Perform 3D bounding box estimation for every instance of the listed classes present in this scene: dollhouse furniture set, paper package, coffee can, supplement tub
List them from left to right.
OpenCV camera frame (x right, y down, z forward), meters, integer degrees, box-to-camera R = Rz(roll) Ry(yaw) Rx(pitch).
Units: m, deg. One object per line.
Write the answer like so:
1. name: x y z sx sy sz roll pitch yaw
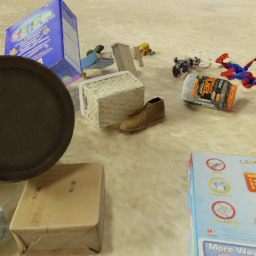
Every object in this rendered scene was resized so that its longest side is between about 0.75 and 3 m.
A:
1. coffee can: -2.662 -0.253 5.664 2.088 2.088 2.853 -26 20 -33
2. paper package: -1.174 1.416 5.128 1.485 0.806 1.558 -2 35 -2
3. dollhouse furniture set: -0.625 -2.245 10.967 1.991 1.299 1.880 -17 -1 32
4. supplement tub: 2.560 -1.130 8.812 1.538 0.942 0.942 15 36 21

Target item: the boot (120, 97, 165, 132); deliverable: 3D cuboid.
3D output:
1. boot: 0.426 -0.415 8.042 1.674 0.632 0.616 -28 45 -34

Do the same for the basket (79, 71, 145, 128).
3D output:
1. basket: -0.438 -0.832 8.227 1.705 1.155 1.052 -19 42 -26

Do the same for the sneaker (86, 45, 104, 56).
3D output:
1. sneaker: -1.422 -3.490 12.928 0.432 0.411 1.091 31 52 22

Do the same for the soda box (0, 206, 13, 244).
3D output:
1. soda box: -3.025 1.383 5.250 2.115 0.722 0.671 28 43 36

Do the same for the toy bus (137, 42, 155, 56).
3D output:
1. toy bus: 0.791 -3.762 13.167 0.894 0.490 0.948 -5 34 -8

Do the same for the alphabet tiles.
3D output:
1. alphabet tiles: 3.449 -3.160 12.567 2.100 0.157 2.147 -27 42 -34

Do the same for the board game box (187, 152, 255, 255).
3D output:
1. board game box: 2.470 1.664 4.771 2.799 0.782 2.741 5 34 8

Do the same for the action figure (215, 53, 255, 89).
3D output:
1. action figure: 3.864 -1.845 8.838 1.226 0.808 2.478 -24 -19 35

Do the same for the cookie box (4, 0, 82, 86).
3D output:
1. cookie box: -2.714 -2.356 8.760 2.352 1.033 2.750 -22 58 20

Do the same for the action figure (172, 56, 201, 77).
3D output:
1. action figure: 2.340 -2.619 11.354 1.131 0.603 1.738 -3 25 27
